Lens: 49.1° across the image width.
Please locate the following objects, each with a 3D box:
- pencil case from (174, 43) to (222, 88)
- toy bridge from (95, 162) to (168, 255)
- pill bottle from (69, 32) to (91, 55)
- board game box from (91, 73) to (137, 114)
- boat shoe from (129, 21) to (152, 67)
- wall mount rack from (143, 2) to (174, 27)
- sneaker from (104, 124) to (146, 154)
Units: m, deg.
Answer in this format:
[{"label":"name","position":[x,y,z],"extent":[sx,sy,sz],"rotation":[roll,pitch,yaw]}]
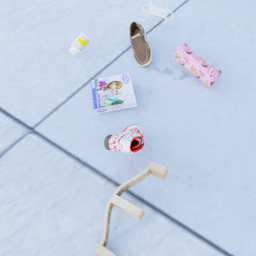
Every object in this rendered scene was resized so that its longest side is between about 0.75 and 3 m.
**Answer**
[{"label":"pencil case","position":[2.421,-2.218,9.887],"extent":[0.746,0.780,1.803],"rotation":[-33,67,-27]},{"label":"toy bridge","position":[-0.031,1.877,6.605],"extent":[0.866,0.351,2.577],"rotation":[23,63,27]},{"label":"pill bottle","position":[-1.838,-3.167,10.591],"extent":[0.846,0.441,0.441],"rotation":[-45,56,11]},{"label":"board game box","position":[-0.499,-1.174,9.328],"extent":[1.377,0.284,1.380],"rotation":[-12,53,-1]},{"label":"boat shoe","position":[0.380,-3.250,10.733],"extent":[0.746,0.747,2.020],"rotation":[-24,58,20]},{"label":"wall mount rack","position":[1.289,-4.987,12.022],"extent":[1.365,0.509,1.186],"rotation":[17,70,-5]},{"label":"sneaker","position":[0.181,0.306,7.672],"extent":[0.888,0.553,1.657],"rotation":[7,15,33]}]
